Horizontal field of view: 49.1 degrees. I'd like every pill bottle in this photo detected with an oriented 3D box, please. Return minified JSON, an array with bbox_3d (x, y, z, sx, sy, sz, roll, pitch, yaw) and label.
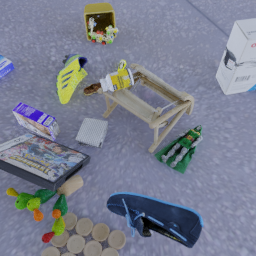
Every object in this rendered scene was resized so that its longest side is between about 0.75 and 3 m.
[{"bbox_3d":[-0.371,-1.539,9.189,1.031,0.578,0.578,-18,57,-2],"label":"pill bottle"}]

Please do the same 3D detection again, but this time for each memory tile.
[{"bbox_3d":[-1.219,3.360,7.880,2.065,0.173,1.583,16,57,12],"label":"memory tile"}]

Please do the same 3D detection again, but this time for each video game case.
[{"bbox_3d":[-2.734,0.922,8.678,2.476,0.316,2.238,19,19,13],"label":"video game case"}]

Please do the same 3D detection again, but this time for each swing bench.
[{"bbox_3d":[0.705,-0.953,9.975,2.461,1.605,2.474,35,63,25],"label":"swing bench"}]

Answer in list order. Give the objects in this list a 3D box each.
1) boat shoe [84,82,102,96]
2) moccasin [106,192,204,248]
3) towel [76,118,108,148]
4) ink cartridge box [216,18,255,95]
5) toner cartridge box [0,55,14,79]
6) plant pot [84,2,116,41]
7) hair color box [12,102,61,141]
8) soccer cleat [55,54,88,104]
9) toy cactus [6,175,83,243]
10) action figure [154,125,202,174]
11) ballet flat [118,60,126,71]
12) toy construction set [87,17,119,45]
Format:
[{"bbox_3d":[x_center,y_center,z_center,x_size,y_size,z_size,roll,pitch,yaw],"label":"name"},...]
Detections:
[{"bbox_3d":[-1.341,-1.610,11.214,0.953,0.322,0.343,-28,60,-18],"label":"boat shoe"},{"bbox_3d":[0.468,2.243,6.971,2.661,1.071,0.907,0,52,37],"label":"moccasin"},{"bbox_3d":[-1.241,0.203,9.896,0.901,0.466,1.089,12,54,6],"label":"towel"},{"bbox_3d":[4.696,-2.665,10.490,1.957,2.697,1.129,-10,56,-7],"label":"ink cartridge box"},{"bbox_3d":[-5.777,-2.270,11.615,0.894,0.406,1.882,31,61,20],"label":"toner cartridge box"},{"bbox_3d":[-1.333,-5.119,13.067,1.370,1.361,1.402,-7,51,-4],"label":"plant pot"},{"bbox_3d":[-3.227,-0.231,9.936,1.577,0.862,0.511,22,58,15],"label":"hair color box"},{"bbox_3d":[-2.198,-2.039,11.211,1.064,0.822,2.543,4,55,1],"label":"soccer cleat"},{"bbox_3d":[-2.287,2.043,8.340,2.055,1.273,2.490,-19,44,-37],"label":"toy cactus"},{"bbox_3d":[1.963,0.552,9.632,1.184,0.548,2.005,33,58,24],"label":"action figure"},{"bbox_3d":[-0.254,-2.695,11.983,0.290,0.291,0.868,9,56,6],"label":"ballet flat"},{"bbox_3d":[-1.205,-4.319,12.639,1.519,0.996,0.700,24,55,5],"label":"toy construction set"}]
